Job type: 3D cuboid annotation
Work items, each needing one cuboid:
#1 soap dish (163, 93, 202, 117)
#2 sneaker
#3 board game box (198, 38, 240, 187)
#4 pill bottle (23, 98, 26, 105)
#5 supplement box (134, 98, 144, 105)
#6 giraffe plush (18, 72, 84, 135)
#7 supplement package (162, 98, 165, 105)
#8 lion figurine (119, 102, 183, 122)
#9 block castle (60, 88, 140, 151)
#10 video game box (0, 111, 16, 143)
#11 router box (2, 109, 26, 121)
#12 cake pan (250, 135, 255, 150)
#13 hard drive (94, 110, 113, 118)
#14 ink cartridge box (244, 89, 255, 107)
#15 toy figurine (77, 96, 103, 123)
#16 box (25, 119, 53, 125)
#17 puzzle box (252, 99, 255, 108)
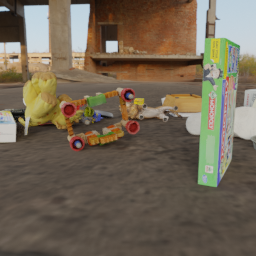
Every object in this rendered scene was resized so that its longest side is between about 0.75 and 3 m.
[{"bbox_3d":[2.848,-1.181,14.043,1.818,0.938,2.310,-1,13,-5],"label":"soap dish"},{"bbox_3d":[3.414,-0.165,9.388,2.766,1.041,1.224,3,0,20],"label":"sneaker"},{"bbox_3d":[1.936,-0.383,5.876,0.397,2.730,1.837,6,14,27],"label":"board game box"},{"bbox_3d":[-5.375,-1.700,16.446,0.977,0.977,1.733,2,12,9],"label":"pill bottle"},{"bbox_3d":[0.646,-1.434,16.278,0.511,0.514,0.939,1,12,7],"label":"supplement box"},{"bbox_3d":[-2.555,-0.690,9.765,1.778,2.192,1.892,13,-3,-42],"label":"giraffe plush"},{"bbox_3d":[2.514,-1.641,16.980,0.798,0.478,0.484,-21,21,-25],"label":"supplement package"},{"bbox_3d":[0.952,-0.707,12.412,2.600,0.942,1.593,11,1,-16],"label":"lion figurine"},{"bbox_3d":[-0.760,-0.266,7.879,2.108,1.408,0.989,-16,21,-21],"label":"block castle"},{"bbox_3d":[-5.192,-0.115,9.189,2.671,0.686,2.931,-2,12,-25],"label":"video game box"},{"bbox_3d":[-4.851,-0.589,12.479,1.622,0.414,1.210,0,12,-1],"label":"router box"},{"bbox_3d":[4.210,0.480,7.700,1.570,0.288,1.570,0,12,0],"label":"cake pan"},{"bbox_3d":[-1.183,-0.609,12.385,0.934,0.198,0.630,9,-9,-31],"label":"hard drive"},{"bbox_3d":[5.949,-0.876,11.569,1.339,1.345,1.851,-6,13,-26],"label":"ink cartridge box"},{"bbox_3d":[-1.430,-0.645,11.512,1.061,0.934,1.770,18,-14,-28],"label":"toy figurine"},{"bbox_3d":[-3.038,-0.411,11.304,1.734,0.346,1.187,-6,11,12],"label":"box"},{"bbox_3d":[4.850,-0.522,9.893,1.059,1.591,0.202,11,-26,49],"label":"puzzle box"}]
